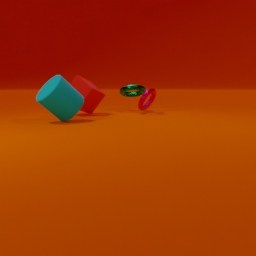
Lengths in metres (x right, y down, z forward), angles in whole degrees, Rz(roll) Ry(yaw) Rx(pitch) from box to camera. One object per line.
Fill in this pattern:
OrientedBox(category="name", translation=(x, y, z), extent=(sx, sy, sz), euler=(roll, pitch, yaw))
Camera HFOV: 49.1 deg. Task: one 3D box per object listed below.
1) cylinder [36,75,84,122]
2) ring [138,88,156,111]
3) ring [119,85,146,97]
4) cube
OrientedBox(category="cylinder", translation=(-2.390, -1.042, 9.928), extent=(1.204, 1.204, 1.204), euler=(44, -19, -33))
OrientedBox(category="ring", translation=(0.905, -1.331, 13.168), extent=(0.241, 1.206, 1.206), euler=(38, 25, 21))
OrientedBox(category="ring", translation=(0.234, -1.876, 14.217), extent=(1.355, 0.271, 1.355), euler=(-3, -12, -1))
OrientedBox(category="cube", translation=(-1.951, -1.472, 12.493), extent=(1.135, 1.135, 1.135), euler=(42, 10, 25))
